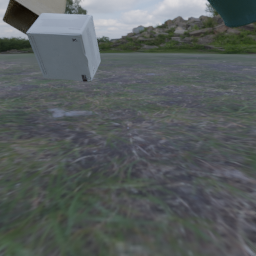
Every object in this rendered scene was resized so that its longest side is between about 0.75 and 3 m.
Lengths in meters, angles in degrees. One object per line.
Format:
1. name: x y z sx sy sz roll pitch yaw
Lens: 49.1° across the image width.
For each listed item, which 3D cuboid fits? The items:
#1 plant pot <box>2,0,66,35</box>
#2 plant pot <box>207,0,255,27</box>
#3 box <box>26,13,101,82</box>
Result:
1. plant pot: -2.490 -3.368 7.847 1.374 1.218 1.375 27 -20 -27
2. plant pot: 2.012 -2.816 4.834 1.838 1.727 1.838 -27 25 14
3. box: -1.505 -1.967 6.899 1.364 1.357 0.891 7 50 11
